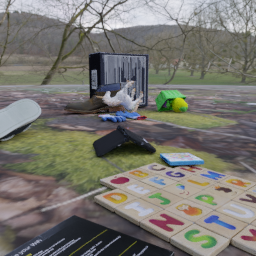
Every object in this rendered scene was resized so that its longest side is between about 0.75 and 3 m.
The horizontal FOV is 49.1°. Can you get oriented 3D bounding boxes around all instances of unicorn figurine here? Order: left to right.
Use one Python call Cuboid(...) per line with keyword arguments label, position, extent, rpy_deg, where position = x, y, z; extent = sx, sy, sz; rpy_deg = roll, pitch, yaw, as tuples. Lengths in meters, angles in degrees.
Cuboid(label="unicorn figurine", position=(-0.193, -1.380, 12.626), extent=(2.208, 1.517, 0.816), rpy_deg=(38, -10, -30))

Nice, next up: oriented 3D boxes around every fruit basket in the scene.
Cuboid(label="fruit basket", position=(2.289, -1.178, 13.917), extent=(1.576, 1.137, 1.576), rpy_deg=(19, 44, -19))

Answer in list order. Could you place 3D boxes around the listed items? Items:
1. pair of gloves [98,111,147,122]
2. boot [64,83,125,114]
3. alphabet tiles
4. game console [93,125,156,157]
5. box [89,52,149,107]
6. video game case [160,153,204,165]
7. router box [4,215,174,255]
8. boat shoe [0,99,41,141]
Cuboid(label="pair of gloves", position=(-0.299, -0.496, 11.723), extent=(1.992, 0.227, 1.601), rpy_deg=(-7, 13, -34))
Cuboid(label="boot", position=(-1.589, -1.447, 13.433), extent=(2.935, 1.422, 1.096), rpy_deg=(-4, 12, -20))
Cuboid(label="alphabet tiles", position=(0.986, 1.016, 4.205), extent=(2.354, 0.090, 2.828), rpy_deg=(-10, 15, -42))
Cuboid(label="game console", position=(-0.126, 0.458, 7.008), extent=(1.205, 0.797, 1.370), rpy_deg=(28, 4, -16))
Cuboid(label="box", position=(-0.518, -2.587, 15.437), extent=(2.904, 2.928, 1.804), rpy_deg=(-5, 12, -28))
Cuboid(label="video game case", position=(1.101, 0.643, 5.886), extent=(0.678, 0.084, 0.947), rpy_deg=(-1, 4, -6))
Cuboid(label="router box", position=(-0.512, 1.271, 2.055), extent=(1.175, 0.402, 1.576), rpy_deg=(7, 13, 33))
Cuboid(label="boat shoe", position=(-3.652, -0.025, 7.843), extent=(2.689, 1.017, 0.811), rpy_deg=(-24, -16, -50))
